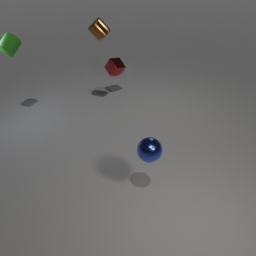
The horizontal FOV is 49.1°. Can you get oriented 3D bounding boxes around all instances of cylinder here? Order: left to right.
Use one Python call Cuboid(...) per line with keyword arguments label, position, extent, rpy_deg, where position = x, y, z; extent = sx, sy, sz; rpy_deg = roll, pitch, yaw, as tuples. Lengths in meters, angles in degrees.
Cuboid(label="cylinder", position=(-4.851, -3.408, 11.456), extent=(0.700, 0.700, 0.700), rpy_deg=(18, 74, 27))
Cuboid(label="cylinder", position=(-1.246, -4.251, 12.063), extent=(0.700, 0.700, 0.700), rpy_deg=(-36, 28, 22))

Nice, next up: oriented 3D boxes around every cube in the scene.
Cuboid(label="cube", position=(-0.690, -3.236, 14.879), extent=(0.700, 0.700, 0.700), rpy_deg=(-19, 71, -43))

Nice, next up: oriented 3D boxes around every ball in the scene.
Cuboid(label="ball", position=(0.594, 0.601, 7.681), extent=(0.700, 0.700, 0.700), rpy_deg=(0, 31, 0))
